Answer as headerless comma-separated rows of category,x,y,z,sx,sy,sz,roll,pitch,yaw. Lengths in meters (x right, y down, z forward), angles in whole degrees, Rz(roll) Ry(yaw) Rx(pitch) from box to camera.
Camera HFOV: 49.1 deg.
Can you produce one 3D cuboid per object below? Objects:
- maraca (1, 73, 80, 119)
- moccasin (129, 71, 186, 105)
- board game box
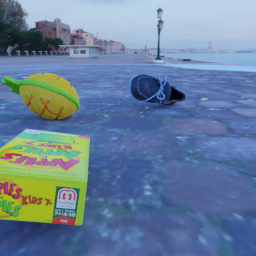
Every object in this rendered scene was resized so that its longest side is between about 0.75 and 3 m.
maraca,-2.524,-0.980,8.167,2.370,1.268,1.625,15,-20,11
moccasin,1.113,-1.359,9.638,0.903,1.065,2.648,6,6,39
board game box,-1.093,0.504,3.772,1.090,0.511,2.146,8,9,-8
